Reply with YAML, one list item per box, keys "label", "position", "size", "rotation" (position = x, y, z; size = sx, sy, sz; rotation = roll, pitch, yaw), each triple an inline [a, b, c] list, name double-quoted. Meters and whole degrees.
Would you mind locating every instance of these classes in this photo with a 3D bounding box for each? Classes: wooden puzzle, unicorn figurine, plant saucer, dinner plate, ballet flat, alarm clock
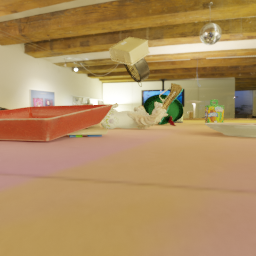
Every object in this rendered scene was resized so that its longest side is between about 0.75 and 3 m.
- label: "wooden puzzle"
  position: [-0.907, 0.079, 5.790]
  size: [0.847, 0.212, 0.914]
  rotation: [-1, 7, -15]
- label: "unicorn figurine"
  position: [0.132, -0.376, 8.962]
  size: [2.835, 1.047, 1.947]
  rotation: [-14, 11, 6]
- label: "plant saucer"
  position: [-1.748, -0.138, 5.407]
  size: [2.299, 0.422, 2.294]
  rotation: [-1, 10, 21]
- label: "dinner plate"
  position: [2.863, 0.024, 5.978]
  size: [2.364, 0.287, 2.364]
  rotation: [0, 3, 0]
- label: "ballet flat"
  position: [1.533, -1.081, 11.713]
  size: [0.674, 1.862, 0.631]
  rotation: [32, 14, -4]
- label: "alarm clock"
  position: [0.345, -2.144, 10.247]
  size: [0.565, 1.699, 1.146]
  rotation: [-31, 55, -13]

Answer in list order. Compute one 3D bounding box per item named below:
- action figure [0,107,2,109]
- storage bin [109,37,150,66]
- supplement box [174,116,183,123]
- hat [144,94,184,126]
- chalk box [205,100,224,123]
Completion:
- label: "action figure"
  position: [-6.244, -0.531, 11.705]
  size: [1.795, 0.970, 1.855]
  rotation: [8, 0, -12]
- label: "storage bin"
  position: [0.035, -2.454, 8.859]
  size: [0.927, 0.438, 0.934]
  rotation: [23, 51, 37]
- label: "supplement box"
  position: [3.037, -0.716, 17.034]
  size: [0.534, 0.794, 0.795]
  rotation: [1, 3, 18]
- label: "hat"
  position: [1.440, -0.235, 12.618]
  size: [1.898, 2.017, 2.292]
  rotation: [4, -36, 17]
- label: "chalk box"
  position: [3.968, -0.720, 12.886]
  size: [0.725, 1.161, 0.720]
  rotation: [0, 2, 4]
